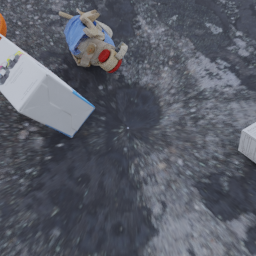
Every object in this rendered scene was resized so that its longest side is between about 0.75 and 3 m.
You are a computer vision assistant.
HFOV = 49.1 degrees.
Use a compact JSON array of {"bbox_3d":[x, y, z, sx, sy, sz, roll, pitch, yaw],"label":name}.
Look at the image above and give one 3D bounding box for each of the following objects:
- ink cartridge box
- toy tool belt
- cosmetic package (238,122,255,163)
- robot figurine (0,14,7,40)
[{"bbox_3d":[-2.285,-1.081,6.670,2.822,1.625,0.957,38,91,37],"label":"ink cartridge box"},{"bbox_3d":[-1.166,-2.480,7.779,1.507,1.484,2.414,-48,39,13],"label":"toy tool belt"},{"bbox_3d":[4.123,-0.004,6.561,2.936,0.744,1.212,-26,45,-18],"label":"cosmetic package"},{"bbox_3d":[-4.389,-3.015,7.675,1.767,2.456,1.432,21,81,22],"label":"robot figurine"}]
